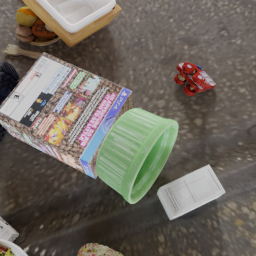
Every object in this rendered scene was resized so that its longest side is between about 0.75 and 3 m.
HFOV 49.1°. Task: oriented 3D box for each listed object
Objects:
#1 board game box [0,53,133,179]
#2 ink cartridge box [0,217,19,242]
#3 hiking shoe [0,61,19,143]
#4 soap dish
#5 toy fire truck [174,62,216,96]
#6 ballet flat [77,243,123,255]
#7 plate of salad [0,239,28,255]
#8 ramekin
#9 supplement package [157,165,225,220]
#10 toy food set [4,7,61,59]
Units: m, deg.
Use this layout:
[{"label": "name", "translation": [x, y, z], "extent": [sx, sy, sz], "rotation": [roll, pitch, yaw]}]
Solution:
[{"label": "board game box", "translation": [-1.503, -0.330, 7.126], "extent": [2.624, 1.270, 2.092], "rotation": [25, 68, 11]}, {"label": "ink cartridge box", "translation": [-3.109, 2.383, 6.363], "extent": [0.950, 0.396, 0.690], "rotation": [35, 71, 13]}, {"label": "hiking shoe", "translation": [-3.940, -0.462, 7.480], "extent": [1.408, 1.059, 2.796], "rotation": [3, 66, 24]}, {"label": "soap dish", "translation": [-1.855, -3.870, 8.605], "extent": [2.633, 1.069, 2.072], "rotation": [45, 66, 9]}, {"label": "toy fire truck", "translation": [1.937, -1.480, 8.109], "extent": [0.912, 0.609, 1.086], "rotation": [-22, 66, -36]}, {"label": "ballet flat", "translation": [-0.139, 3.186, 5.828], "extent": [2.251, 0.720, 0.851], "rotation": [32, 70, 14]}, {"label": "plate of salad", "translation": [-2.805, 3.327, 5.639], "extent": [2.081, 0.500, 2.081], "rotation": [-1, 83, 9]}, {"label": "ramekin", "translation": [0.200, 0.559, 6.353], "extent": [1.009, 2.066, 2.066], "rotation": [29, 68, 21]}, {"label": "supplement package", "translation": [1.442, 1.523, 6.586], "extent": [1.307, 0.716, 0.743], "rotation": [-22, 67, -10]}, {"label": "toy food set", "translation": [-2.800, -3.348, 8.939], "extent": [1.736, 0.505, 2.515], "rotation": [13, 66, 6]}]
